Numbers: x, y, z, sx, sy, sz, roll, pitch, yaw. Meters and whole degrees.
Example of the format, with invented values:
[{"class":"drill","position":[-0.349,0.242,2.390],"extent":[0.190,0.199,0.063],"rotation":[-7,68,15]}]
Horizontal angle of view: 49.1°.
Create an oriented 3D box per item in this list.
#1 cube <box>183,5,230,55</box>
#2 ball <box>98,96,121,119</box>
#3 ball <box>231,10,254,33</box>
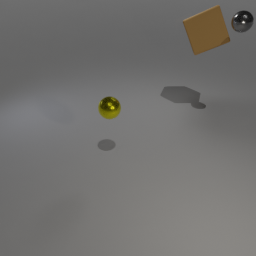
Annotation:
[{"class":"cube","position":[3.122,-3.883,11.115],"extent":[1.400,1.400,1.400],"rotation":[-18,16,22]},{"class":"ball","position":[-0.560,-0.609,8.503],"extent":[0.700,0.700,0.700],"rotation":[0,31,0]},{"class":"ball","position":[3.845,-3.573,9.415],"extent":[0.700,0.700,0.700],"rotation":[0,31,0]}]
